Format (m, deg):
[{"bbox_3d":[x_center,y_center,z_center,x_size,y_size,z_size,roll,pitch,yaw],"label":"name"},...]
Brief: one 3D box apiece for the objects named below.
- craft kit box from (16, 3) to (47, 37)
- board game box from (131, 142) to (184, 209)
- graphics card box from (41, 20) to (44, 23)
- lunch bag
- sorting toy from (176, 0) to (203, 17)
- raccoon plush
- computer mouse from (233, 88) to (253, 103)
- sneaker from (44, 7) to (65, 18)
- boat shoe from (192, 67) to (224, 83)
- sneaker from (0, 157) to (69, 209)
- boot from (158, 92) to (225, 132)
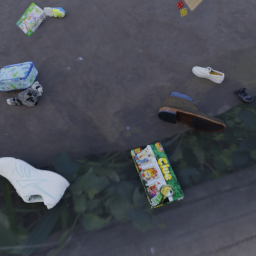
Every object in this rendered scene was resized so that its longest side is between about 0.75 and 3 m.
[{"bbox_3d":[-3.217,-3.616,9.330,0.934,0.230,0.946,-48,54,2],"label":"craft kit box"},{"bbox_3d":[0.955,1.543,9.504,1.132,0.253,2.160,-14,57,-12],"label":"board game box"},{"bbox_3d":[-4.766,-5.356,14.210,0.539,0.219,0.859,27,61,17],"label":"graphics card box"},{"bbox_3d":[-4.616,-2.162,11.599,1.540,0.635,1.238,-5,45,12],"label":"lunch bag"},{"bbox_3d":[2.323,-4.540,9.798,0.236,1.398,0.674,-11,67,-47],"label":"sorting toy"},{"bbox_3d":[-4.121,-1.443,11.322,1.412,0.683,0.946,4,48,3],"label":"raccoon plush"},{"bbox_3d":[4.757,-1.280,11.454,0.602,0.229,0.869,-16,46,-9],"label":"computer mouse"},{"bbox_3d":[-3.790,-6.084,14.643,1.112,0.421,0.584,19,46,4],"label":"sneaker"},{"bbox_3d":[3.456,-2.395,12.028,1.383,0.483,0.491,28,60,18],"label":"boat shoe"},{"bbox_3d":[-3.289,1.719,8.973,2.648,0.931,1.061,17,60,11],"label":"sneaker"},{"bbox_3d":[2.494,-0.679,10.601,2.492,0.931,1.208,16,59,13],"label":"boot"}]
